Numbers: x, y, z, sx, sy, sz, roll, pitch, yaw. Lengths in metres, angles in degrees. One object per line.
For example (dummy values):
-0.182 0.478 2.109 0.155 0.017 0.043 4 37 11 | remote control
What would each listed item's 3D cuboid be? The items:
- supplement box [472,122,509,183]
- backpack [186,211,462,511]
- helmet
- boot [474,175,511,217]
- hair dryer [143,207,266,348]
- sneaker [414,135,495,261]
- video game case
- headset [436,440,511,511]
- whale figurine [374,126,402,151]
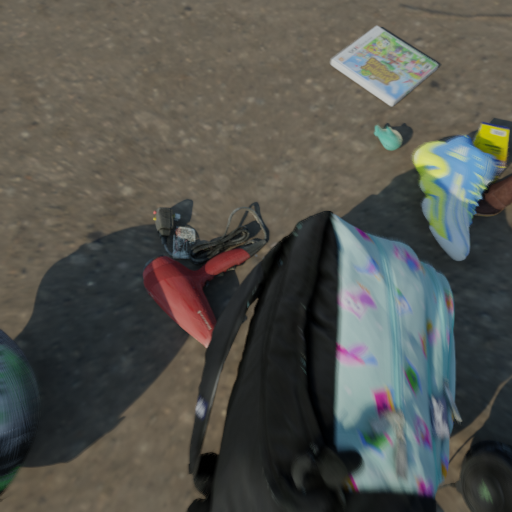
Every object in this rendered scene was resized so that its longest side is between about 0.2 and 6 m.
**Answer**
4.222 -1.883 10.196 0.510 0.507 0.932 15 63 8 | supplement box
0.929 1.543 7.086 2.542 3.352 4.016 24 59 -24 | backpack
-4.004 1.855 6.853 2.594 2.594 2.473 18 101 9 | helmet
4.350 -1.285 9.422 1.571 1.307 0.568 -11 61 -6 | boot
-0.815 0.221 8.992 1.971 0.703 2.588 1 64 -1 | hair dryer
3.414 -1.106 9.325 1.217 0.878 2.317 -27 56 32 | sneaker
2.606 -3.902 11.416 1.479 0.179 1.625 -41 70 -20 | video game case
3.049 2.712 7.220 2.559 1.580 1.202 -10 77 21 | headset
2.400 -2.180 10.376 0.584 0.465 0.303 38 66 24 | whale figurine
